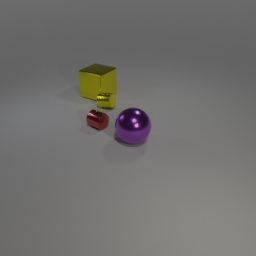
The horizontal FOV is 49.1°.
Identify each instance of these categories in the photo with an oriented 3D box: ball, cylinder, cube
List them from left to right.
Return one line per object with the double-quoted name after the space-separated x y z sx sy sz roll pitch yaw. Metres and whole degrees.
-1.280 -0.361 11.863 0.700 0.700 0.700 22 38 32 "cylinder"
-1.523 -2.354 14.340 1.400 1.400 1.400 17 35 27 "cube"
-1.020 -1.329 13.330 0.700 0.700 0.700 5 31 25 "cylinder"
0.198 -0.087 10.766 1.400 1.400 1.400 0 32 0 "ball"
